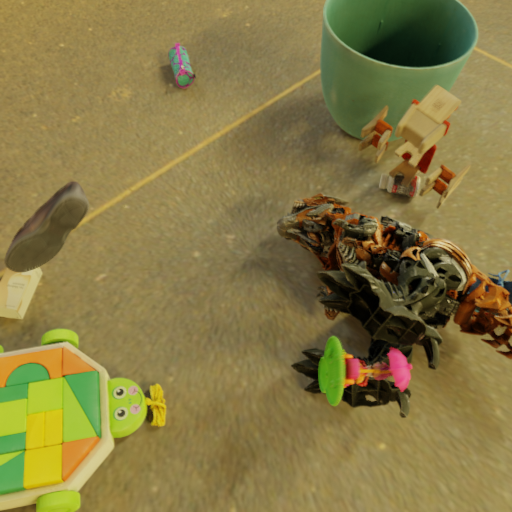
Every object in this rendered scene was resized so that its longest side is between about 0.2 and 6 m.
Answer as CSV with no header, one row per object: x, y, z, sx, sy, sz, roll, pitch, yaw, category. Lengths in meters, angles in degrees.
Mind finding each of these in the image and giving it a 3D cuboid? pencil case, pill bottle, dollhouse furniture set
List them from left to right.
-2.007,-5.100,15.051,0.544,0.590,1.278,-12,55,-8,pencil case
3.232,-1.626,12.639,0.842,0.466,0.466,11,55,9,pill bottle
3.400,-2.346,11.531,2.218,2.194,1.143,41,81,15,dollhouse furniture set

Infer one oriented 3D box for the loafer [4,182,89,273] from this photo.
-3.467,-0.475,9.312,1.884,0.677,0.593,-41,44,17,loafer

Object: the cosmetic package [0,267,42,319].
-4.733,0.657,11.058,0.585,0.395,1.112,5,55,4,cosmetic package

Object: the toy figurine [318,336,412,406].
1.672,1.754,8.396,1.221,1.326,0.996,2,70,-7,toy figurine

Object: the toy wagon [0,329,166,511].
-3.535,2.691,9.363,3.977,0.787,3.085,-9,55,-6,toy wagon

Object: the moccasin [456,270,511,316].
4.908,0.732,10.766,2.274,0.775,0.915,17,56,12,moccasin

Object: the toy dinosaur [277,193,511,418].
2.679,0.546,9.881,5.640,2.881,3.828,12,34,38,toy dinosaur

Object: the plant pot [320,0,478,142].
3.042,-4.363,13.176,3.373,2.707,3.373,2,56,-2,plant pot
